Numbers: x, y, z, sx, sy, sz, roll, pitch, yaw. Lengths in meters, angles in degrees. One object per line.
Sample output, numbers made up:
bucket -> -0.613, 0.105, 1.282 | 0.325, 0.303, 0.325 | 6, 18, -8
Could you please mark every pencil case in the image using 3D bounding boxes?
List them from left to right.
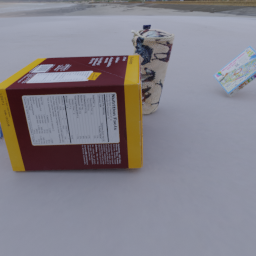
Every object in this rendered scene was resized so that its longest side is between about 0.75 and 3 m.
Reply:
pencil case -> 0.521, -1.561, 8.064 | 1.141, 2.552, 0.993 | 13, 36, 6

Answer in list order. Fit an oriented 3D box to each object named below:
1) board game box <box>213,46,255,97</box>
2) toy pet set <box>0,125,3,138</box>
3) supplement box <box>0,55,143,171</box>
board game box -> 3.900, -1.966, 9.728 | 0.270, 1.576, 1.060 | 28, 30, -45
toy pet set -> -3.799, -0.222, 7.102 | 1.372, 0.781, 1.470 | 11, -15, -7
supplement box -> -1.016, -0.501, 6.417 | 2.678, 1.778, 2.641 | -1, 26, 3
